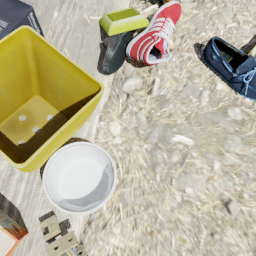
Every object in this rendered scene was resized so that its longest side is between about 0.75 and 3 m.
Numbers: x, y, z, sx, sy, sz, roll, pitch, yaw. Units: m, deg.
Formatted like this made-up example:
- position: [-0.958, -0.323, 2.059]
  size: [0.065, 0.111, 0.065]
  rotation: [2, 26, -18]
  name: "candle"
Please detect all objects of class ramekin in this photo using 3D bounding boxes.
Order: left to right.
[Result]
- position: [-1.271, 1.468, 7.873]
  size: [1.971, 1.035, 1.971]
  rotation: [0, 68, 0]
  name: "ramekin"

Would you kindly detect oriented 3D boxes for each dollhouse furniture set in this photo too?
- position: [-1.726, 3.001, 7.501]
  size: [0.812, 0.817, 1.159]
  rotation: [-27, 40, -11]
  name: "dollhouse furniture set"

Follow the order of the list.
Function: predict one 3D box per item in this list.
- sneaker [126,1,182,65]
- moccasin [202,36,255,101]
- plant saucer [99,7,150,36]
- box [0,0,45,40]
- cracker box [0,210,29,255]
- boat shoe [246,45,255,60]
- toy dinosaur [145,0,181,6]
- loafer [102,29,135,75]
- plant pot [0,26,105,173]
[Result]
- position: [1.183, -3.113, 9.298]
  size: [2.528, 0.901, 1.422]
  rotation: [-48, 40, 0]
  name: "sneaker"
- position: [3.743, -1.920, 9.288]
  size: [2.989, 1.019, 1.202]
  rotation: [35, 72, 14]
  name: "moccasin"
- position: [-0.172, -3.935, 10.105]
  size: [1.566, 0.376, 1.569]
  rotation: [-17, 40, -8]
  name: "plant saucer"
- position: [-3.848, -2.481, 8.841]
  size: [1.357, 2.273, 2.312]
  rotation: [26, 70, 10]
  name: "box"
- position: [-3.782, 2.167, 6.903]
  size: [2.594, 1.737, 0.748]
  rotation: [38, 72, -1]
  name: "cracker box"
- position: [4.961, -2.898, 9.920]
  size: [2.100, 0.769, 0.681]
  rotation: [-41, 85, -13]
  name: "boat shoe"
- position: [1.408, -5.061, 10.731]
  size: [1.297, 0.976, 1.912]
  rotation: [25, 47, -7]
  name: "toy dinosaur"
- position: [-0.491, -2.851, 9.871]
  size: [0.847, 0.853, 2.342]
  rotation: [10, 60, 19]
  name: "loafer"
- position: [-2.685, -0.434, 7.681]
  size: [2.844, 2.508, 2.844]
  rotation: [39, 65, 8]
  name: "plant pot"
